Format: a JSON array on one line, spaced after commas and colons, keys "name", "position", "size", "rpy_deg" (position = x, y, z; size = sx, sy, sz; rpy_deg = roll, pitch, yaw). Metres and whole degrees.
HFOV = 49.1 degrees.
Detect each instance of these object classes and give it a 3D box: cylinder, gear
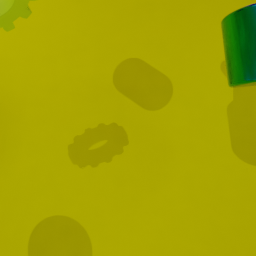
[{"name": "cylinder", "position": [2.420, -1.459, 5.089], "size": [1.268, 1.268, 1.268], "rpy_deg": [-8, 92, -2]}, {"name": "gear", "position": [-2.023, -1.910, 3.914], "size": [1.513, 1.513, 0.280], "rpy_deg": [-29, 77, -8]}]
